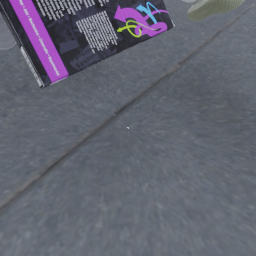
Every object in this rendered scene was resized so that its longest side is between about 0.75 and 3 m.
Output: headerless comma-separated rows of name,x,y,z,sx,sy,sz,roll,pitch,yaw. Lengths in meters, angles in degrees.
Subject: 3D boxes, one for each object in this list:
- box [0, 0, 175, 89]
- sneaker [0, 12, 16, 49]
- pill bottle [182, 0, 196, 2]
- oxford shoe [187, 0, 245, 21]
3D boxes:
box,-0.629,-1.946,4.385,2.502,1.789,0.452,-29,13,-19
sneaker,-3.509,-3.362,6.981,1.018,2.724,1.117,-23,29,-15
pill bottle,1.832,-3.973,6.467,1.183,2.108,1.183,5,72,-17
oxford shoe,2.393,-3.481,7.727,1.825,0.686,0.527,6,71,58
